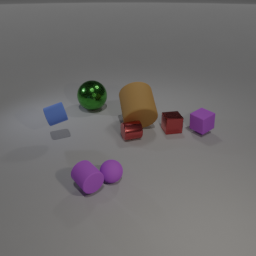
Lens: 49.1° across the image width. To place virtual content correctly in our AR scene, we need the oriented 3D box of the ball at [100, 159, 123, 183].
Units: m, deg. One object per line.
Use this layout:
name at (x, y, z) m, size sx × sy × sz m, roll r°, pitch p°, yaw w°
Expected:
ball at (-0.503, 1.299, 8.429) m, size 0.700 × 0.700 × 0.700 m, roll 0°, pitch 28°, yaw 0°

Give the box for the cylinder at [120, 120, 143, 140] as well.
cylinder at (0.134, 0.090, 10.803) m, size 0.700 × 0.700 × 0.700 m, roll -8°, pitch 29°, yaw -15°

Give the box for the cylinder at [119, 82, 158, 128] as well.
cylinder at (0.407, -0.922, 11.467) m, size 1.400 × 1.400 × 1.400 m, roll -5°, pitch 58°, yaw -9°

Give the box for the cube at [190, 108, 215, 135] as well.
cube at (2.937, -0.281, 11.090) m, size 0.700 × 0.700 × 0.700 m, roll -26°, pitch 37°, yaw -28°

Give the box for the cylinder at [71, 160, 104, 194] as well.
cylinder at (-1.154, 1.384, 7.965) m, size 0.700 × 0.700 × 0.700 m, roll -20°, pitch 37°, yaw -33°

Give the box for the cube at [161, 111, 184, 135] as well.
cube at (1.789, -0.219, 11.403) m, size 0.700 × 0.700 × 0.700 m, roll -5°, pitch 28°, yaw -10°

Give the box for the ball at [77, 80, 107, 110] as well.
ball at (-1.678, -1.526, 13.130) m, size 1.400 × 1.400 × 1.400 m, roll 0°, pitch 28°, yaw 0°

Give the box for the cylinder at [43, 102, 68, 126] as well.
cylinder at (-2.638, -0.509, 10.234) m, size 0.700 × 0.700 × 0.700 m, roll -21°, pitch 31°, yaw -8°
